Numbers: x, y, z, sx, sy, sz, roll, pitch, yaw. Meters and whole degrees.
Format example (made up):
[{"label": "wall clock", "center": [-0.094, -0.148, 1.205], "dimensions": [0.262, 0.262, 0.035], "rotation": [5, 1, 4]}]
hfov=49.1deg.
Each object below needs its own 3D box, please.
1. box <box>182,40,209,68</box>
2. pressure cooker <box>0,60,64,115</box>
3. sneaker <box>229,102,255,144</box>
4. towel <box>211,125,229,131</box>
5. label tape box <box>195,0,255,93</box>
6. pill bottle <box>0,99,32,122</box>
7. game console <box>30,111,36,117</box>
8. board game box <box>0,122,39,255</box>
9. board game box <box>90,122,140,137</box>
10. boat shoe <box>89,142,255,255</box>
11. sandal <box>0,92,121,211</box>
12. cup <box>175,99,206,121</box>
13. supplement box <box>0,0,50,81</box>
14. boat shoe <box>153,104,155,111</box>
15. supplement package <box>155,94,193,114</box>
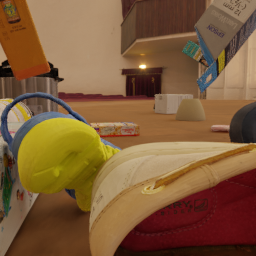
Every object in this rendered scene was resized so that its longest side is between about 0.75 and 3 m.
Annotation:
[{"label": "box", "center": [2.800, -2.894, 11.023], "dimensions": [1.270, 0.522, 0.312], "rotation": [31, 17, -2]}, {"label": "pressure cooker", "center": [-3.499, -1.373, 10.014], "dimensions": [2.105, 2.356, 2.073], "rotation": [2, 8, 23]}, {"label": "sneaker", "center": [3.092, -0.005, 4.479], "dimensions": [2.899, 1.017, 1.189], "rotation": [-3, 5, -17]}, {"label": "towel", "center": [2.748, 0.016, 7.949], "dimensions": [0.721, 0.147, 0.985], "rotation": [3, 5, 21]}, {"label": "label tape box", "center": [1.992, -1.980, 5.795], "dimensions": [0.804, 2.431, 1.742], "rotation": [41, 11, 15]}, {"label": "pill bottle", "center": [-2.340, -0.031, 4.990], "dimensions": [0.957, 0.957, 1.675], "rotation": [-1, 8, -6]}, {"label": "game console", "center": [-3.204, 0.091, 7.216], "dimensions": [1.624, 0.964, 1.399], "rotation": [1, -24, 6]}, {"label": "board game box", "center": [-1.724, 0.385, 2.559], "dimensions": [1.695, 0.738, 2.297], "rotation": [-2, 6, -7]}, {"label": "board game box", "center": [-0.361, 0.024, 7.243], "dimensions": [1.164, 0.270, 0.882], "rotation": [-1, 7, -11]}, {"label": "boat shoe", "center": [1.116, 0.451, 1.446], "dimensions": [2.705, 0.997, 0.936], "rotation": [-9, 9, 2]}, {"label": "sandal", "center": [-0.425, 0.193, 2.195], "dimensions": [0.685, 0.625, 1.573], "rotation": [41, -12, 25]}, {"label": "cup", "center": [2.469, -0.736, 11.047], "dimensions": [1.175, 0.840, 1.175], "rotation": [0, 8, 0]}, {"label": "supplement box", "center": [-2.636, -2.489, 6.392], "dimensions": [0.896, 2.694, 0.927], "rotation": [-19, 46, -12]}, {"label": "boat shoe", "center": [2.253, -1.251, 16.342], "dimensions": [1.618, 0.536, 0.605], "rotation": [-1, 7, -7]}, {"label": "supplement package", "center": [2.409, -1.268, 14.649], "dimensions": [1.796, 0.984, 1.021], "rotation": [-4, 8, -32]}]
